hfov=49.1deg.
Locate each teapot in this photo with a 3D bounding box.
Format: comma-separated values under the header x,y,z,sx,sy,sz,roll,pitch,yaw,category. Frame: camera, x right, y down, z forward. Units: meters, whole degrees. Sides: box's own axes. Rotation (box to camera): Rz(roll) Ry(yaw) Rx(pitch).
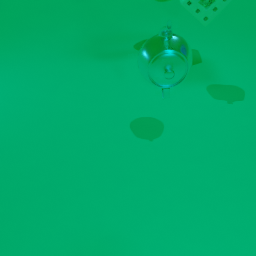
x,y,z,sx,sy,sz,roll,pitch,yaw,category
0.628,-1.097,4.610,0.928,1.492,0.731,-4,40,0,teapot

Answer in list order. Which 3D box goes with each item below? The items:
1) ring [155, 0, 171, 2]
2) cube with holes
x,y,z,sx,sy,sz,roll,pitch,yaw,category
1.225,-4.680,8.189,1.923,1.923,0.385,-19,50,-20,ring
2.143,-3.721,7.886,0.993,0.993,0.993,31,36,-23,cube with holes
